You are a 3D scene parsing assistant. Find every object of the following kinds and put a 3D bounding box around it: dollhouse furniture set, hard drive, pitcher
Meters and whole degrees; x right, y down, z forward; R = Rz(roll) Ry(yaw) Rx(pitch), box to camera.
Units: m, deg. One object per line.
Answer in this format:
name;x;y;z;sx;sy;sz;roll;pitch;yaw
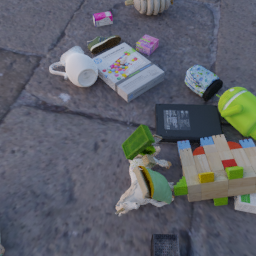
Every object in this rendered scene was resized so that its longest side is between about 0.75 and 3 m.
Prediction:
dollhouse furniture set;0.790;1.019;7.842;1.240;0.950;1.893;21;35;-43
hard drive;2.139;-0.173;10.042;2.304;0.379;1.608;2;53;1
pitcher;-2.206;-2.366;11.305;1.692;1.196;1.972;-31;48;-8

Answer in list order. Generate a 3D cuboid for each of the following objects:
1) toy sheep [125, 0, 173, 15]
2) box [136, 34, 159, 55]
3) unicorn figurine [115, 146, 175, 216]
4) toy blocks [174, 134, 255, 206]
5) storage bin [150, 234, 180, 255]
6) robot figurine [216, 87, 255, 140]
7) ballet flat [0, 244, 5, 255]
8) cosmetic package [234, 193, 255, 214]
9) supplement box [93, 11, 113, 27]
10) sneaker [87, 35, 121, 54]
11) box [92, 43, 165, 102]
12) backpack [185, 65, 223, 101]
toy sheep;1.177;-6.571;14.023;2.705;1.865;1.865;-8;53;-3
box;0.886;-3.793;12.765;0.726;0.399;0.825;28;58;19
unicorn figurine;0.495;1.710;8.401;1.787;0.961;2.601;-3;37;-2
toy blocks;2.788;1.069;8.600;2.972;1.485;2.032;-9;38;7
storage bin;0.917;3.444;6.971;0.649;0.936;1.385;2;53;1
robot figurine;4.077;-0.568;9.802;1.873;1.235;2.135;-14;52;-34
ballet flat;-4.116;2.643;7.789;0.824;0.834;2.450;-17;57;-38
cosmetic package;3.772;2.146;8.229;1.150;0.488;0.619;8;49;7
supplement box;-1.250;-5.433;13.962;0.909;0.460;0.470;-13;54;-10
sneaker;-1.155;-3.995;12.820;1.593;0.534;0.715;-30;63;-17
box;-0.078;-2.392;11.640;1.992;0.526;2.555;-33;59;-23
backpack;2.891;-1.865;11.059;1.087;1.025;1.333;-38;49;-16
